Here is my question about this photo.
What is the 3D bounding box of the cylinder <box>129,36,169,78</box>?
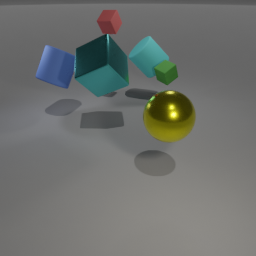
[{"bbox_3d":[0.987,-3.360,13.337,1.400,1.400,1.400,-39,25,22],"label":"cylinder"}]

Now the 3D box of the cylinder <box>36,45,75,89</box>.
[{"bbox_3d":[-2.968,-2.532,11.723,1.400,1.400,1.400,20,6,-2],"label":"cylinder"}]

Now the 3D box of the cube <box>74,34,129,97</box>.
[{"bbox_3d":[-0.921,-2.187,10.019,1.400,1.400,1.400,-17,60,25],"label":"cube"}]

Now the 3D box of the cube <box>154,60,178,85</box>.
[{"bbox_3d":[1.676,-2.437,12.284,0.700,0.700,0.700,-38,47,-14],"label":"cube"}]

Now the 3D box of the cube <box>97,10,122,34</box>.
[{"bbox_3d":[-0.773,-4.473,11.826,0.700,0.700,0.700,12,64,27],"label":"cube"}]

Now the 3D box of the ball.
[{"bbox_3d":[1.096,-0.307,7.485,1.400,1.400,1.400,0,27,0],"label":"ball"}]
